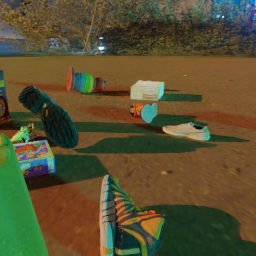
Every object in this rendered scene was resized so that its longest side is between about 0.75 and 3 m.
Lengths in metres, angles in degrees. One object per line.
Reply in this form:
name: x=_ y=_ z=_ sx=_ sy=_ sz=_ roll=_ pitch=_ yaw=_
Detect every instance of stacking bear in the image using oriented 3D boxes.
stacking bear: x=-2.300 y=-2.575 z=15.998 sx=2.121 sy=1.288 sz=1.206 roll=4 pitch=50 yaw=-22

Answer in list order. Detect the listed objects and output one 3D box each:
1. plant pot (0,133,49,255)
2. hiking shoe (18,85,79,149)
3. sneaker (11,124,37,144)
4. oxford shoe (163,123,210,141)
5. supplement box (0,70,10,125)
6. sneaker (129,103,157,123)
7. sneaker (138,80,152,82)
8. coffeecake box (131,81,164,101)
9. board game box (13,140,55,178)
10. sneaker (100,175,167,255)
plant pot: x=-1.637 y=1.254 z=2.397 sx=2.391 sy=2.270 sz=2.391 roll=0 pitch=19 yaw=0
hiking shoe: x=-2.167 y=-0.338 z=8.361 sx=2.404 sy=0.894 sz=1.042 roll=48 pitch=6 yaw=17
sneaker: x=-3.204 y=0.222 z=8.438 sx=0.466 sy=0.472 sz=1.236 roll=5 pitch=19 yaw=10
oxford shoe: x=1.876 y=0.041 z=9.042 sx=1.570 sy=0.453 sz=0.590 roll=10 pitch=23 yaw=33
supplement box: x=-4.990 y=-1.059 z=9.977 sx=0.830 sy=1.938 sz=1.069 roll=5 pitch=19 yaw=15
sneaker: x=0.461 y=-0.598 z=10.838 sx=1.006 sy=0.697 sz=1.796 roll=2 pitch=8 yaw=19
sneaker: x=1.025 y=-2.490 z=16.900 sx=1.484 sy=0.575 sz=0.591 roll=10 pitch=40 yaw=39
coffeecake box: x=1.064 y=-2.007 z=14.900 sx=1.436 sy=0.683 sz=1.870 roll=5 pitch=19 yaw=15
board game box: x=-2.797 y=0.799 z=6.758 sx=1.850 sy=0.414 sz=1.244 roll=-8 pitch=20 yaw=-22
sneaker: x=0.057 y=1.440 z=4.586 sx=1.021 sy=0.707 sz=1.823 roll=2 pitch=28 yaw=-8
